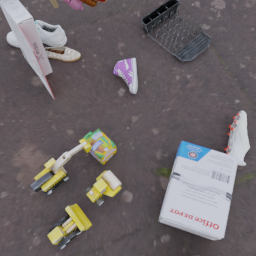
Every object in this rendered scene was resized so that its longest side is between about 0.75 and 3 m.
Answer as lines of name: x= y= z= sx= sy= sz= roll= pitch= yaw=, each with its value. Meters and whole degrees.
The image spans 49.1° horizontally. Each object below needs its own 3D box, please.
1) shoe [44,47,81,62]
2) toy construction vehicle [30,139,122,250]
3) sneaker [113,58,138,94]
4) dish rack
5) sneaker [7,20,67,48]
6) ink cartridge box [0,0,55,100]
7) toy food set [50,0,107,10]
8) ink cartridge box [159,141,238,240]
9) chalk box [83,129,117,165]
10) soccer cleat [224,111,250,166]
shoe: x=-2.743 y=-3.099 z=11.640 sx=1.535 sy=0.410 sz=0.537 roll=5 pitch=65 yaw=2
toy construction vehicle: x=-1.783 y=1.976 z=8.770 sx=2.752 sy=0.969 sz=2.396 roll=-38 pitch=70 yaw=-6
sneaker: x=-0.105 y=-2.012 z=11.096 sx=0.955 sy=0.607 sz=1.675 roll=-6 pitch=57 yaw=3
dish rack: x=2.139 y=-4.107 z=11.941 sx=2.086 sy=0.742 sz=2.720 roll=-40 pitch=71 yaw=-16
sneaker: x=-3.890 y=-4.015 z=11.683 sx=2.499 sy=1.106 sz=0.940 roll=-2 pitch=67 yaw=0
ink cartridge box: x=-3.339 y=-2.781 z=10.127 sx=0.648 sy=2.900 sz=2.555 roll=-33 pitch=70 yaw=-15
toy food set: x=-1.665 y=-4.675 z=9.441 sx=2.537 sy=1.613 sz=0.400 roll=10 pitch=64 yaw=23
ink cartridge box: x=2.222 y=1.964 z=8.908 sx=1.886 sy=1.106 sz=2.575 roll=17 pitch=67 yaw=9
chalk box: x=-1.050 y=0.573 z=9.768 sx=1.171 sy=0.725 sz=0.728 roll=41 pitch=71 yaw=16
soccer cleat: x=3.968 y=0.365 z=9.934 sx=0.786 sy=0.702 sz=2.027 roll=18 pitch=73 yaw=3
